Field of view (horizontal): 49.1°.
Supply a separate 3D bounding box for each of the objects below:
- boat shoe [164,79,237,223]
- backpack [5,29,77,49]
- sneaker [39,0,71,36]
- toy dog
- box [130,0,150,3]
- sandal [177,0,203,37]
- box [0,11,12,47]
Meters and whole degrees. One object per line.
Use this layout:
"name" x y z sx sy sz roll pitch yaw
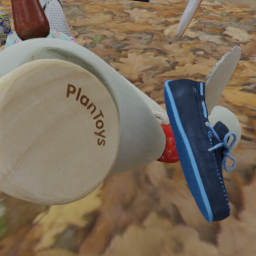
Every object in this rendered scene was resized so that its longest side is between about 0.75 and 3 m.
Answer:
"boat shoe" 0.458 0.043 1.663 0.331 0.406 0.964 -10 62 0
"backpack" -1.362 -0.991 4.338 1.251 1.111 0.942 10 0 42
"sneaker" -1.832 -2.671 6.181 2.638 0.991 1.516 57 15 9
"toy dog" -0.039 -0.301 2.343 1.810 1.322 2.745 0 0 28
"box" 0.325 -4.251 8.413 0.869 0.540 0.876 13 54 14
"sandal" 2.127 -3.432 7.006 0.809 2.823 1.082 22 52 -4
"box" -3.096 -1.771 5.468 0.591 0.644 1.838 12 36 15
